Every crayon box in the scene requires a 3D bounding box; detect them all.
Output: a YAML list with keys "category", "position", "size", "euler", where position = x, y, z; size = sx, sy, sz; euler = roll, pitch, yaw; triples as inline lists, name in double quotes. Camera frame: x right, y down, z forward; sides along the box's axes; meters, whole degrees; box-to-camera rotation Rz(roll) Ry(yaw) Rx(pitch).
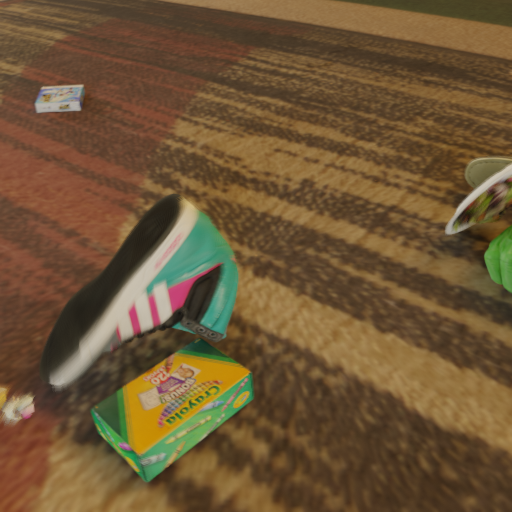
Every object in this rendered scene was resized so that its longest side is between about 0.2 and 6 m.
- category: "crayon box"
  position: [-0.944, 1.730, 6.569]
  size: [1.634, 0.476, 0.970]
  euler: [-31, 40, -34]

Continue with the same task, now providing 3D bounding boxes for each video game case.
- category: "video game case"
  position: [-5.080, -4.094, 14.557]
  size: [1.076, 0.270, 1.187]
  euler: [-6, 37, -7]

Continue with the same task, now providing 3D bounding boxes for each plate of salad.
- category: "plate of salad"
  position: [3.975, -0.917, 9.099]
  size: [1.995, 1.995, 0.479]
  euler: [-22, 68, -27]

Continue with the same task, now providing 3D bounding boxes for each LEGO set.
- category: "LEGO set"
  position: [-3.128, 1.740, 6.404]
  size: [1.278, 0.476, 0.588]
  euler: [4, 2, 39]

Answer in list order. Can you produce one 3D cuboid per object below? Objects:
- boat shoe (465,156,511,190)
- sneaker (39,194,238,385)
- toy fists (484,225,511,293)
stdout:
- category: "boat shoe"
  position: [5.177, -1.403, 10.543]
  size: [2.442, 0.871, 0.735]
  euler: [17, 38, 10]
- category: "sneaker"
  position: [-1.249, 0.728, 6.995]
  size: [2.814, 1.699, 1.177]
  euler: [-47, 35, 11]
- category: "toy fists"
  position: [4.926, 0.391, 7.965]
  size: [3.208, 1.103, 1.635]
  euler: [25, 37, 32]
